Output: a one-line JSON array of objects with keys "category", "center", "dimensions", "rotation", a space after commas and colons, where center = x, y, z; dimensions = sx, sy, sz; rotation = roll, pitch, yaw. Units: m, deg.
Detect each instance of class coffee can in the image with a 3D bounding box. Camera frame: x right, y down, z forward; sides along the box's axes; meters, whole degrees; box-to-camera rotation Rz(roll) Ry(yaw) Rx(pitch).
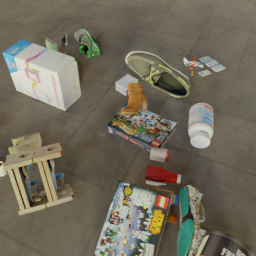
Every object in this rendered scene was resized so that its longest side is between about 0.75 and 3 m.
[{"category": "coffee can", "center": [2.264, 3.894, 7.218], "dimensions": [1.416, 1.416, 1.935], "rotation": [26, 54, 22]}]

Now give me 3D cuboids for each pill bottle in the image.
[{"category": "pill bottle", "center": [2.892, -0.100, 11.123], "dimensions": [0.956, 0.956, 1.758], "rotation": [8, 49, 7]}]

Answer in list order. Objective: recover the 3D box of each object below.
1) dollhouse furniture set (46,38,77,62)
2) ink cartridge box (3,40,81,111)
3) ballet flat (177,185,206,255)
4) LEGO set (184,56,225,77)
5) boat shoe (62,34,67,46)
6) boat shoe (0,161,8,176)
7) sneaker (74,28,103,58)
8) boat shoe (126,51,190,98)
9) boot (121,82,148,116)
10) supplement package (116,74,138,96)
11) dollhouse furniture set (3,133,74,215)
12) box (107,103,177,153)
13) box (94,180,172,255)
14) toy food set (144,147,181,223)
[{"category": "dollhouse furniture set", "center": [-3.638, -3.559, 14.143], "dimensions": [2.214, 1.106, 0.855], "rotation": [33, 56, 25]}, {"category": "ink cartridge box", "center": [-3.690, -2.315, 12.309], "dimensions": [2.958, 2.138, 1.252], "rotation": [21, 51, 18]}, {"category": "ballet flat", "center": [2.008, 2.891, 8.569], "dimensions": [0.783, 0.927, 2.450], "rotation": [21, 51, -13]}, {"category": "LEGO set", "center": [3.788, -3.241, 14.307], "dimensions": [1.917, 0.471, 1.432], "rotation": [-21, 48, -18]}, {"category": "boat shoe", "center": [-3.634, -5.064, 15.994], "dimensions": [0.301, 0.361, 0.967], "rotation": [-5, 53, -12]}, {"category": "boat shoe", "center": [-5.220, 1.433, 9.981], "dimensions": [1.721, 0.601, 0.610], "rotation": [-2, 48, -1]}, {"category": "sneaker", "center": [-2.340, -4.649, 15.248], "dimensions": [0.988, 0.905, 2.320], "rotation": [-28, 54, -22]}, {"category": "boat shoe", "center": [1.232, -2.124, 11.167], "dimensions": [2.900, 1.036, 0.867], "rotation": [25, 33, -12]}, {"category": "boot", "center": [0.166, -1.050, 9.920], "dimensions": [1.421, 1.103, 0.545], "rotation": [-18, 9, -43]}, {"category": "supplement package", "center": [-0.045, -2.025, 13.168], "dimensions": [0.671, 0.478, 0.862], "rotation": [34, 58, 28]}, {"category": "dollhouse furniture set", "center": [-3.000, 1.346, 9.690], "dimensions": [1.746, 1.756, 2.492], "rotation": [-13, 20, -12]}, {"category": "box", "center": [0.562, -0.021, 11.393], "dimensions": [2.356, 0.444, 1.609], "rotation": [25, 53, 21]}, {"category": "box", "center": [0.146, 2.922, 8.084], "dimensions": [1.677, 0.489, 2.450], "rotation": [15, 75, 12]}, {"category": "toy food set", "center": [1.194, 1.708, 9.292], "dimensions": [1.190, 1.263, 2.645], "rotation": [10, 51, 9]}]
